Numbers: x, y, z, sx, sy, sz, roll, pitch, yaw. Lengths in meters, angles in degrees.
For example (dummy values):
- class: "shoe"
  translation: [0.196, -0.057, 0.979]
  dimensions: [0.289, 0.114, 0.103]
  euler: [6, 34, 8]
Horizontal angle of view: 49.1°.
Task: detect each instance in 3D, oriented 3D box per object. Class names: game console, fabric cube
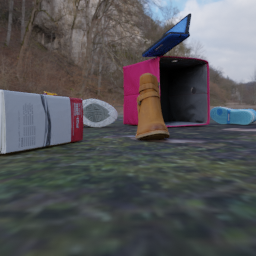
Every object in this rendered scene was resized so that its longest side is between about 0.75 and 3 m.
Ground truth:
- class: "game console"
  translation: [1.385, -3.383, 10.212]
  dimensions: [1.443, 1.000, 1.691]
  euler: [-10, -9, -34]
- class: "fabric cube"
  translation: [1.609, -1.479, 12.278]
  dimensions: [2.725, 2.778, 2.769]
  euler: [-3, 4, -30]

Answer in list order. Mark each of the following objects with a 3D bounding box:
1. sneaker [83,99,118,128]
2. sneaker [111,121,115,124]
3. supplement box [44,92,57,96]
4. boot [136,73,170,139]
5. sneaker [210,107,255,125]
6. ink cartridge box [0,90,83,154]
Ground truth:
- class: "sneaker"
  translation: [-1.852, -0.562, 11.339]
  dimensions: [2.871, 1.119, 1.427]
  euler: [1, 0, -1]
- class: "sneaker"
  translation: [-1.182, -0.420, 14.553]
  dimensions: [1.101, 0.390, 0.456]
  euler: [-2, 9, 24]
- class: "supplement box"
  translation: [-3.511, -1.041, 12.368]
  dimensions: [0.550, 0.997, 0.427]
  euler: [11, -12, -8]
- class: "boot"
  translation: [0.555, -0.514, 6.418]
  dimensions: [0.737, 1.493, 1.923]
  euler: [0, 3, 5]
- class: "sneaker"
  translation: [5.261, -0.584, 13.773]
  dimensions: [1.413, 0.861, 2.165]
  euler: [-6, 16, -45]
- class: "ink cartridge box"
  translation: [-2.023, -0.151, 4.998]
  dimensions: [1.617, 0.913, 2.203]
  euler: [2, 3, 19]
